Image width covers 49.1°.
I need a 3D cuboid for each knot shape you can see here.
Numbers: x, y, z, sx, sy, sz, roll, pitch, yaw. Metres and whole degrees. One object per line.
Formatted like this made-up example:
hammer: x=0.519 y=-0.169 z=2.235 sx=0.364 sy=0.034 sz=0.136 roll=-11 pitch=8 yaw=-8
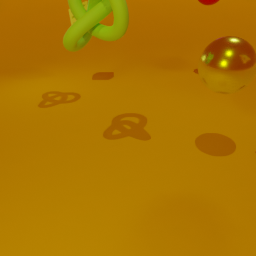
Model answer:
knot shape: x=-0.617 y=-2.295 z=5.258 sx=0.773 sy=1.565 sz=1.672 roll=18 pitch=-28 yaw=-41

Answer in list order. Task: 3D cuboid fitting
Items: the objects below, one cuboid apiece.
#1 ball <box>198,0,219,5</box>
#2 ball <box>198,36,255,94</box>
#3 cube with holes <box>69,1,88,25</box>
ball: x=2.870 y=-4.850 z=9.831 sx=1.003 sy=1.003 sz=1.003 roll=0 pitch=29 yaw=0
ball: x=1.849 y=-1.160 z=5.224 sx=1.057 sy=1.057 sz=1.057 roll=0 pitch=29 yaw=0
cube with holes: x=-1.562 y=-3.909 z=10.097 sx=0.753 sy=0.753 sz=0.753 roll=-17 pitch=-14 yaw=18
